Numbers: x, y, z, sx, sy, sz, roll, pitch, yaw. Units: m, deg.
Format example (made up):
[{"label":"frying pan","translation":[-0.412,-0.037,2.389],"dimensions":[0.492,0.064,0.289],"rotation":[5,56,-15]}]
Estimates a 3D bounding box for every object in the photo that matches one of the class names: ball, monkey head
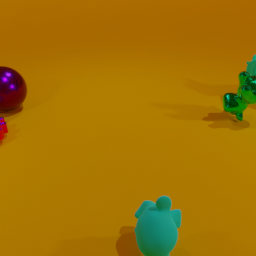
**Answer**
[{"label":"ball","translation":[-3.470,-1.080,7.789],"dimensions":[1.259,1.259,1.259],"rotation":[0,30,0]},{"label":"monkey head","translation":[0.488,1.389,3.854],"dimensions":[0.817,1.135,0.684],"rotation":[-3,8,-20]}]

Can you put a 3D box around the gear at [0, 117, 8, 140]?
[{"label":"gear","translation":[-3.548,0.083,6.579],"dimensions":[1.316,0.243,1.316],"rotation":[0,29,0]}]

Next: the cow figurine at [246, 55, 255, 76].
[{"label":"cow figurine","translation":[4.245,-1.592,7.985],"dimensions":[1.542,0.847,1.518],"rotation":[-2,17,-29]}]

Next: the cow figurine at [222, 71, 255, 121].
[{"label":"cow figurine","translation":[3.137,-0.821,7.061],"dimensions":[1.482,1.458,0.814],"rotation":[-8,61,23]}]
